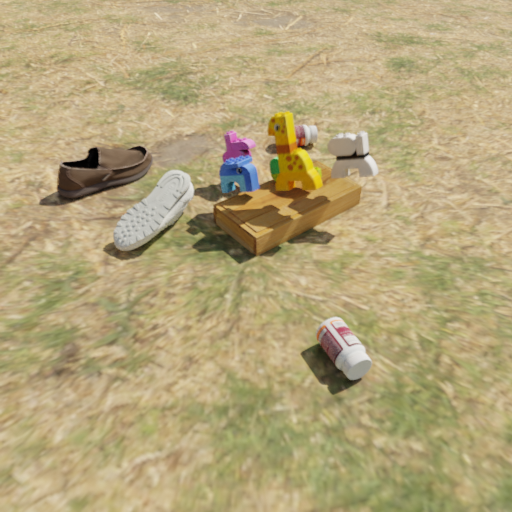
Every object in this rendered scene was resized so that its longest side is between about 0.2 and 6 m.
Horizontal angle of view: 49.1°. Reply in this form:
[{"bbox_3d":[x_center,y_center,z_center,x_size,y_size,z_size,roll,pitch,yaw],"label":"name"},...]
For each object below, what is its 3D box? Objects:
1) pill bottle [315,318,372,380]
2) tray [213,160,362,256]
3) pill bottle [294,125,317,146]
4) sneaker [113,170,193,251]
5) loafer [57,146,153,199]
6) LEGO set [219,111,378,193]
[{"bbox_3d":[1.444,1.527,9.227,0.556,0.556,0.974,-16,43,-19],"label":"pill bottle"},{"bbox_3d":[0.727,-1.164,12.465,3.058,0.566,1.508,-27,47,-29],"label":"tray"},{"bbox_3d":[1.092,-3.185,14.879,1.001,0.548,0.548,-6,40,-6],"label":"pill bottle"},{"bbox_3d":[-2.103,-0.821,11.937,0.825,0.869,2.159,38,71,19],"label":"sneaker"},{"bbox_3d":[-3.568,-2.166,13.370,2.496,0.886,0.911,-30,48,-33],"label":"loafer"},{"bbox_3d":[0.476,-2.266,11.878,3.804,1.561,1.451,2,22,30],"label":"LEGO set"}]
